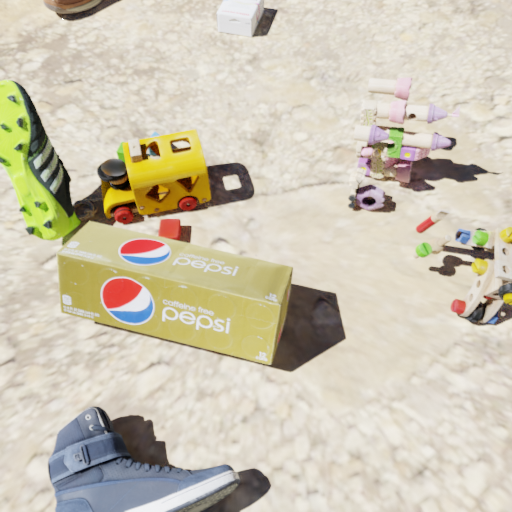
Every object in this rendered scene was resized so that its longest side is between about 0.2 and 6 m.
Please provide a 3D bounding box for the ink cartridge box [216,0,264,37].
[{"bbox_3d":[-0.380,-6.046,13.905,0.898,0.526,1.243,12,54,9],"label":"ink cartridge box"}]

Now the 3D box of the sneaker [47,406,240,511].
[{"bbox_3d":[-1.537,2.677,7.349,2.378,0.904,1.718,-15,58,-9],"label":"sneaker"}]

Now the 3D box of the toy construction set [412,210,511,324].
[{"bbox_3d":[3.527,-0.021,8.607,1.989,1.528,1.659,37,71,3],"label":"toy construction set"}]

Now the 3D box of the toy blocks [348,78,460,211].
[{"bbox_3d":[2.680,-1.973,10.162,1.632,1.812,1.939,11,51,14],"label":"toy blocks"}]

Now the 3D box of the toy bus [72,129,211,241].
[{"bbox_3d":[-2.013,-1.517,10.157,2.284,1.251,2.421,24,58,18],"label":"toy bus"}]

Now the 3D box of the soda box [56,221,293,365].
[{"bbox_3d":[-1.212,0.519,8.544,3.389,1.148,1.085,12,32,7],"label":"soda box"}]

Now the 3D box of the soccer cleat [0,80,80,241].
[{"bbox_3d":[-3.760,-1.597,9.549,0.913,2.703,1.096,-9,14,18],"label":"soccer cleat"}]

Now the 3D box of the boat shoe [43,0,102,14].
[{"bbox_3d":[-4.333,-7.488,14.524,1.274,1.208,3.365,23,57,16],"label":"boat shoe"}]
